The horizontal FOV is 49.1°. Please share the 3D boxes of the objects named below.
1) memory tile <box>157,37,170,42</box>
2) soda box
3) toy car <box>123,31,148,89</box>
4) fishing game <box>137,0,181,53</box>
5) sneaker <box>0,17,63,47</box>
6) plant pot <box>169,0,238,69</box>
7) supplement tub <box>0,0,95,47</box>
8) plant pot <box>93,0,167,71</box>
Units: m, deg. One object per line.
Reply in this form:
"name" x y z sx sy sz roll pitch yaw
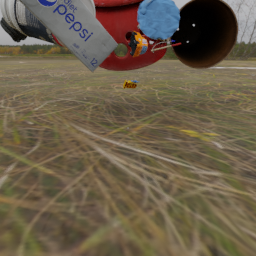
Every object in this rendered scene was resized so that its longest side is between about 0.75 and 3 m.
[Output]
"memory tile" 1.012 -3.400 8.126 0.143 1.706 1.307 5 14 23
"soda box" -1.056 -1.811 4.364 1.972 0.673 0.626 42 3 -39
"toy car" 0.159 -1.443 6.047 0.383 1.152 0.565 4 35 -17
"fishing game" 0.725 -2.636 6.755 1.073 1.498 0.233 -16 10 -5
"sneaker" -3.090 -3.126 9.100 2.228 1.105 0.788 30 28 -50
"plant pot" 2.365 -3.384 9.954 2.198 2.198 2.351 -1 21 -2
"supplement tub" -1.801 -2.631 6.367 1.848 1.297 1.297 22 24 22
"plant pot" -0.062 -3.389 8.841 2.551 2.323 2.551 -4 39 4
